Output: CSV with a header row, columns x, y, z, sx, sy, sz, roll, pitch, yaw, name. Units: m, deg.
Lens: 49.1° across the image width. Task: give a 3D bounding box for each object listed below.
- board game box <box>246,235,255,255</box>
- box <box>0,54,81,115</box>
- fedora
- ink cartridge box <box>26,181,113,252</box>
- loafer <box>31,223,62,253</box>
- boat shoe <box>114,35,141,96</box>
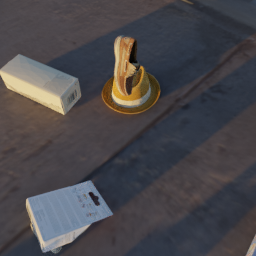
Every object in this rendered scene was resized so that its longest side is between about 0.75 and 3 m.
x,y,z,sx,sy,sz,roll,pitch,yaw,name
3.898,2.895,6.629,2.152,0.664,2.150,18,57,13,board game box
-3.005,-1.536,9.691,2.622,0.896,1.077,25,58,18,box
0.115,-1.501,9.680,2.171,0.885,2.171,0,54,0,fedora
-1.515,2.167,7.192,1.799,0.513,1.462,-8,34,-31,ink cartridge box
-2.054,2.660,6.982,1.057,0.369,0.370,34,61,22,loafer
0.006,-1.504,6.932,0.538,1.500,0.568,9,28,26,boat shoe
